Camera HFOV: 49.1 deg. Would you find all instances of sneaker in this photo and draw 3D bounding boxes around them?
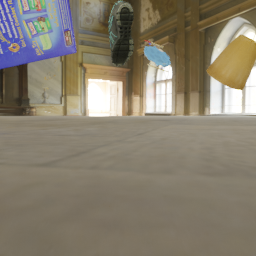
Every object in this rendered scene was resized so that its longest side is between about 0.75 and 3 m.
[{"bbox_3d":[-0.255,-3.190,9.522,0.821,2.178,0.863,-8,38,-23],"label":"sneaker"}]

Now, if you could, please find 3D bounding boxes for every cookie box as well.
[{"bbox_3d":[-2.732,-2.584,5.978,2.831,1.064,2.422,-16,-37,-14],"label":"cookie box"}]

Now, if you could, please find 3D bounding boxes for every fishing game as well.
[{"bbox_3d":[1.124,-2.757,10.904,1.221,1.706,0.265,12,-43,-22],"label":"fishing game"}]

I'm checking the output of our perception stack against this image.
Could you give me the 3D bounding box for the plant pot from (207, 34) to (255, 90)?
[{"bbox_3d":[3.497,-2.172,8.978,1.350,1.449,1.350,18,33,-12],"label":"plant pot"}]
